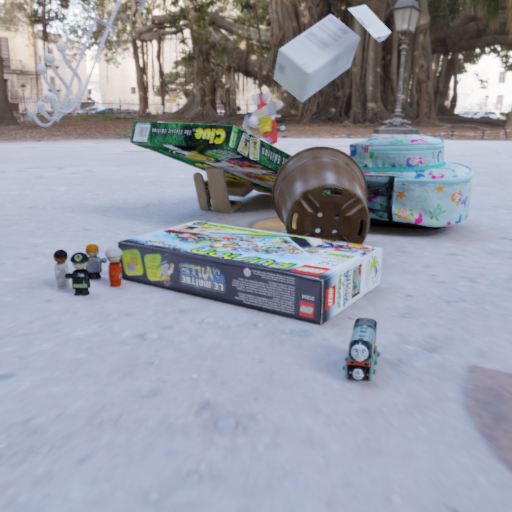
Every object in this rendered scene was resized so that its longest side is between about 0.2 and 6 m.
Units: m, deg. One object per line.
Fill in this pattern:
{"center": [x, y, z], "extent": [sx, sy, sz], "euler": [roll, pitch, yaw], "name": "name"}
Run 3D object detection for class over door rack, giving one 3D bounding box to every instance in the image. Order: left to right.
{"center": [-2.812, -3.135, 8.801], "extent": [0.732, 2.198, 1.624], "euler": [35, -14, -29], "name": "over door rack"}

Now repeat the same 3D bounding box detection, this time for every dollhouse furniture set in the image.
{"center": [-0.911, -2.031, 14.814], "extent": [1.413, 1.211, 1.486], "euler": [11, 35, 33], "name": "dollhouse furniture set"}

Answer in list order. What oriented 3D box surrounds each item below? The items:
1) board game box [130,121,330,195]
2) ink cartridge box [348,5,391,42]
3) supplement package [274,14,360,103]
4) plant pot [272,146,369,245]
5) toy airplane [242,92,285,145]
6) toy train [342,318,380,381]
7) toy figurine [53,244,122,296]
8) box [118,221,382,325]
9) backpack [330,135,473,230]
{"center": [-0.166, -2.324, 14.444], "extent": [2.965, 0.664, 5.659], "euler": [14, 1, 34], "name": "board game box"}
{"center": [2.252, -4.720, 11.439], "extent": [1.021, 0.830, 0.291], "euler": [-40, -3, -45], "name": "ink cartridge box"}
{"center": [1.299, -4.256, 12.069], "extent": [1.629, 0.926, 0.892], "euler": [-40, 75, -22], "name": "supplement package"}
{"center": [1.251, -0.897, 10.375], "extent": [1.916, 1.916, 1.897], "euler": [0, 22, 1], "name": "plant pot"}
{"center": [0.065, -1.761, 7.072], "extent": [0.596, 0.599, 0.422], "euler": [37, 46, 28], "name": "toy airplane"}
{"center": [1.096, 0.960, 5.799], "extent": [0.346, 0.463, 0.812], "euler": [4, 15, 17], "name": "toy train"}
{"center": [-2.554, 0.155, 8.473], "extent": [0.905, 0.639, 0.919], "euler": [14, 21, 42], "name": "toy figurine"}
{"center": [-0.133, 0.117, 8.625], "extent": [3.604, 0.626, 1.983], "euler": [10, 18, 31], "name": "box"}
{"center": [3.331, -1.595, 12.504], "extent": [2.868, 2.159, 2.546], "euler": [13, 20, 25], "name": "backpack"}
